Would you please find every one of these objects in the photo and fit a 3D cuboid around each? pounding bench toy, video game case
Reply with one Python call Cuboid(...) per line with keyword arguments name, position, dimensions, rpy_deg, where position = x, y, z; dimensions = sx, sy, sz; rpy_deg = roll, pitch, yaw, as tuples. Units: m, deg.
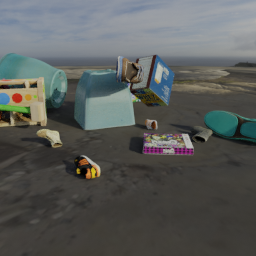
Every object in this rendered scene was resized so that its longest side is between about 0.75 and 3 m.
Cuboid(name="pounding bench toy", position=(-4.618, -0.978, 11.457), dimensions=(2.325, 1.852, 2.981), rpy_deg=(-4, 17, -14))
Cuboid(name="video game case", position=(1.273, 0.507, 9.186), dimensions=(1.555, 0.278, 1.410), rpy_deg=(1, 16, 5))

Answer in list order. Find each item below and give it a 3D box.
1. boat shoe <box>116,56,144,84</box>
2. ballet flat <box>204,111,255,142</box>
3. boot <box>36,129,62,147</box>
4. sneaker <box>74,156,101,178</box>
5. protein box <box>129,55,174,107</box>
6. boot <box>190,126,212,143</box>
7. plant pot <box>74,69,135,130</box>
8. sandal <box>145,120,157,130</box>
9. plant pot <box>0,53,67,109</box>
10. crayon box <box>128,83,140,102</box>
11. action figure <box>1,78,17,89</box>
Cuboid(name="boat shoe", position=(0.126, -2.007, 9.919), dimensions=(0.879, 0.877, 2.428), rpy_deg=(7, 8, 7))
Cuboid(name="ballet flat", position=(4.093, 0.043, 10.034), dimensions=(0.988, 0.945, 2.807), rpy_deg=(18, 0, -44))
Cuboid(name="boot", position=(-2.566, 0.350, 9.182), dimensions=(0.773, 0.279, 0.598), rpy_deg=(9, 39, -40))
Cuboid(name="sneaker", position=(-1.185, 1.012, 7.273), dimensions=(0.481, 0.374, 1.070), rpy_deg=(-11, 21, -41))
Cuboid(name="protein box", position=(1.088, -2.038, 12.426), dimensions=(1.107, 1.641, 1.630), rpy_deg=(-1, -23, 39))
Cuboid(name="boot", position=(2.519, 0.249, 10.081), dimensions=(0.894, 0.357, 0.983), rpy_deg=(7, 25, 34))
Cuboid(name="plant pot", position=(-1.092, -1.351, 12.056), dimensions=(2.202, 2.243, 2.196), rpy_deg=(-6, 17, -21))
Cuboid(name="sandal", position=(0.848, -0.127, 11.273), dimensions=(0.287, 0.383, 1.000), rpy_deg=(-9, 10, -23))
Cuboid(name="plant pot", position=(-4.684, -2.164, 14.141), dimensions=(2.719, 2.893, 2.893), rpy_deg=(9, 18, 10))
Cuboid(name="crayon box", position=(-0.219, -2.111, 16.356), dimensions=(2.041, 1.283, 0.526), rpy_deg=(-10, 19, -30))
Cuboid(name="action figure", position=(-5.422, -1.709, 12.558), dimensions=(0.769, 1.032, 0.691), rpy_deg=(-38, -12, -9))
